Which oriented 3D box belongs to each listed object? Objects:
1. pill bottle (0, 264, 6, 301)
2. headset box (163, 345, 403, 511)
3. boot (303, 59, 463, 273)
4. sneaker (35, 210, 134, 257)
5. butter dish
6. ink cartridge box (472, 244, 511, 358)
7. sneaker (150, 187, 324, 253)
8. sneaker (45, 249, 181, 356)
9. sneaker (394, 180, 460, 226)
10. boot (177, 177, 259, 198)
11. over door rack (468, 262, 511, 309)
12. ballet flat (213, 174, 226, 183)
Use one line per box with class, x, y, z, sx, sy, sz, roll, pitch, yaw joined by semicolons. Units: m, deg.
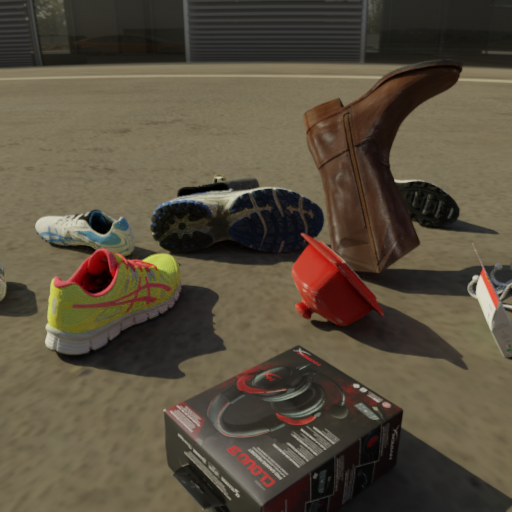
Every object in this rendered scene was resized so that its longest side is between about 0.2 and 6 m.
pill bottle;-4.371;0.376;9.110;0.541;0.541;0.977;-10;26;-21
headset box;0.184;1.851;5.516;2.055;0.771;1.527;-18;30;-35
boot;2.408;-1.390;9.540;2.960;3.176;1.020;-19;-14;28
sneaker;-3.336;-0.562;10.869;2.319;0.840;0.833;10;27;25
butter dish;1.007;0.524;8.290;1.001;1.350;1.354;-45;29;3
ink cartridge box;3.211;0.606;7.757;0.324;1.292;1.040;-27;17;20
sneaker;-0.338;-0.863;11.086;3.318;1.278;1.413;1;19;0
sneaker;-1.986;0.386;8.288;1.035;1.196;2.648;10;24;24
sneaker;3.386;-1.288;12.462;2.396;0.886;0.950;24;13;33
boot;-0.755;-1.347;12.250;2.037;0.690;1.331;-15;1;-14
over door rack;4.620;0.510;8.649;1.526;0.688;2.066;-19;31;-35
ballet flat;-0.924;-1.620;13.635;0.524;0.485;1.555;-2;24;-5
